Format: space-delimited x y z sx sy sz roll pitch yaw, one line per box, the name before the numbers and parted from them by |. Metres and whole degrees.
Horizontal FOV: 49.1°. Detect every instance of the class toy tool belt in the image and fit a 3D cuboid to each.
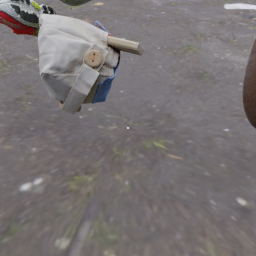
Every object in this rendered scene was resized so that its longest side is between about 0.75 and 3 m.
toy tool belt | -0.483 -0.728 3.628 1.105 1.123 1.798 -2 -5 -9

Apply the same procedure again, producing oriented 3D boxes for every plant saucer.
plant saucer | 2.973 -1.077 4.251 2.855 2.855 0.492 -18 34 -21

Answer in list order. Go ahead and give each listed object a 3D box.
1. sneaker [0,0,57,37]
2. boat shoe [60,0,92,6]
sneaker | -2.176 -2.360 6.250 0.830 0.753 1.955 -11 -6 21
boat shoe | -0.956 -3.116 5.879 0.672 0.842 2.227 41 34 8
